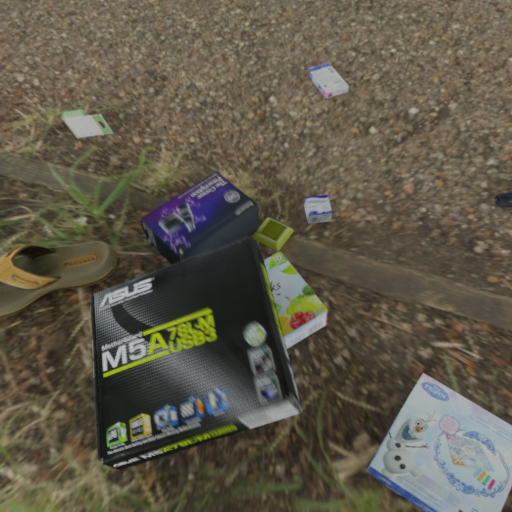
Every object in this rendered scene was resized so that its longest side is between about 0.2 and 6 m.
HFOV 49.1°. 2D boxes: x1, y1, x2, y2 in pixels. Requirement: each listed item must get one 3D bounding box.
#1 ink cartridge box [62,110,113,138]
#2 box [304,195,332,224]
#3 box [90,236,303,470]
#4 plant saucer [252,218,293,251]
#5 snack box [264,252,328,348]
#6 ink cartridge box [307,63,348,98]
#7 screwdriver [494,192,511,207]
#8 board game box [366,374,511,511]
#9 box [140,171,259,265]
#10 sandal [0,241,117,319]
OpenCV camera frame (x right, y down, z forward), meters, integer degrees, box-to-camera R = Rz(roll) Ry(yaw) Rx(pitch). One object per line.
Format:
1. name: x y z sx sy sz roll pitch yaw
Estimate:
1. ink cartridge box: -3.914 -3.099 13.073 0.966 0.703 0.232 -5 62 11
2. box: 1.313 -0.994 11.919 0.495 0.282 0.538 -6 53 -5
3. box: -1.121 1.500 9.147 3.168 0.753 3.060 -19 57 8
4. plant saucer: 0.344 -0.494 11.632 0.659 0.158 0.660 27 58 18
5. snack box: -0.058 1.093 10.147 2.224 0.589 1.581 -29 57 -15
6. ink cartridge box: 1.848 -4.572 14.567 0.653 0.230 1.095 -20 60 -14
7. screwdriver: 6.407 -1.322 12.087 2.516 0.351 0.366 -8 84 -2
8. board game box: 3.040 3.136 8.823 1.904 0.413 1.894 30 59 20
9. box: -1.109 -0.670 11.337 1.952 0.770 1.378 -37 61 -22
10. sandal: -4.232 0.269 10.654 3.086 0.833 1.240 -17 56 -12
